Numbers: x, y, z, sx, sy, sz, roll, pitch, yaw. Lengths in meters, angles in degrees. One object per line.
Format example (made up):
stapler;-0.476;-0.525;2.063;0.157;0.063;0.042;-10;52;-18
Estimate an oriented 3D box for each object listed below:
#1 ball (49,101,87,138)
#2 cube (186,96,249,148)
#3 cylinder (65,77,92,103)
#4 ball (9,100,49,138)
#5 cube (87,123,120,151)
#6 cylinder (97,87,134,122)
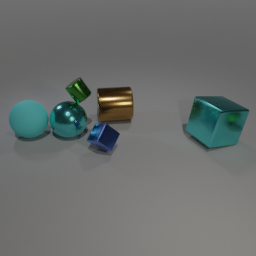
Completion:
ball;-2.235;-0.319;10.545;1.400;1.400;1.400;0;30;0
cube;3.204;-0.269;10.177;1.400;1.400;1.400;-4;28;-28
cylinder;-1.819;-1.383;10.303;0.700;0.700;0.700;-30;23;14
ball;-3.689;-0.335;10.448;1.400;1.400;1.400;0;30;0
cube;-0.844;0.311;9.600;0.700;0.700;0.700;0;59;52
cylinder;-0.556;-0.990;11.660;1.400;1.400;1.400;-4;30;-7
